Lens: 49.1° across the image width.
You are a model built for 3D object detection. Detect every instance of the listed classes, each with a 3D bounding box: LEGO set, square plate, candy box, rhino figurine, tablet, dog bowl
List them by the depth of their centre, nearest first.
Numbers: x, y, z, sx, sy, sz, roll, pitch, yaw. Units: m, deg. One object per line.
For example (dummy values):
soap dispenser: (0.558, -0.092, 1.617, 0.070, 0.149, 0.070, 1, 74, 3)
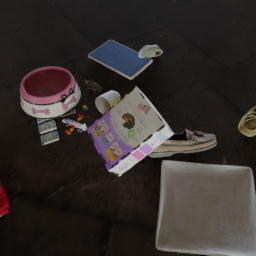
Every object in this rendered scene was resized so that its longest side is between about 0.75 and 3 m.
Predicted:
square plate: (2.369, 2.371, 8.426, 2.884, 0.414, 2.911, 4, 51, 8)
candy box: (0.015, 0.100, 9.397, 2.339, 0.837, 1.962, -39, 54, 9)
LEGO set: (-2.430, -0.324, 10.660, 2.021, 0.496, 1.510, -17, 53, -10)
dog bowl: (-3.181, -1.536, 11.289, 2.473, 0.912, 2.473, -1, 47, 1)
rhino figurine: (-1.524, -1.818, 11.985, 0.446, 0.305, 1.020, -22, 51, -35)
tablet: (-0.378, -3.290, 13.265, 2.675, 0.183, 1.740, 31, 57, 23)

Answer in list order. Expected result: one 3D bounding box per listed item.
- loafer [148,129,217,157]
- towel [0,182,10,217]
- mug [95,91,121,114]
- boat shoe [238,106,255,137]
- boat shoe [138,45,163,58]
loafer: (1.864, 0.424, 9.673, 2.496, 0.785, 0.897, -10, 17, -6)
towel: (-5.305, 2.341, 8.586, 2.941, 0.331, 2.127, -25, 54, -19)
mug: (-0.682, -0.986, 11.150, 0.822, 1.027, 0.843, -2, 31, 42)
boat shoe: (5.066, -0.536, 10.662, 2.329, 0.733, 0.849, -32, 58, -23)
boat shoe: (1.086, -3.567, 13.098, 0.480, 0.557, 1.548, 37, 43, 22)
